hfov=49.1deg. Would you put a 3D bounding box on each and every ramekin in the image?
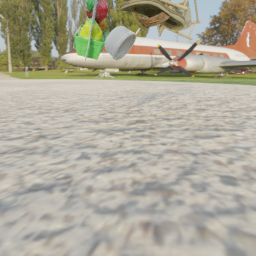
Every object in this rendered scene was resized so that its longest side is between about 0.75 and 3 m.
[{"bbox_3d":[-0.304,-3.077,10.041,0.614,1.170,1.170,42,22,8],"label":"ramekin"}]

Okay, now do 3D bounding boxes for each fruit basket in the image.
[{"bbox_3d":[-0.985,-2.998,7.759,0.908,1.937,1.794,7,34,-3],"label":"fruit basket"}]

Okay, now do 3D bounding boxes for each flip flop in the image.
[{"bbox_3d":[0.852,-3.492,8.965,2.397,0.690,0.972,9,-1,-35],"label":"flip flop"}]

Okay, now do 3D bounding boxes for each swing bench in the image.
[{"bbox_3d":[1.854,-4.427,10.930,1.570,1.019,1.562,18,-20,27],"label":"swing bench"}]
